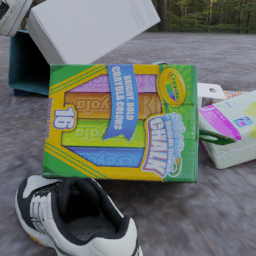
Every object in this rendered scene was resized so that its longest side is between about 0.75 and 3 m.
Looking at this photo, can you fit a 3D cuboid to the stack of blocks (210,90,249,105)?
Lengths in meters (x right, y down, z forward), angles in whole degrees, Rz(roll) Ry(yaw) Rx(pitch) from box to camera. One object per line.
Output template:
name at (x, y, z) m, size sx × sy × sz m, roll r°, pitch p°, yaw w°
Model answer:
stack of blocks at (3.471, -0.909, 9.191) m, size 1.438 × 0.421 × 0.828 m, roll 4°, pitch 23°, yaw 8°

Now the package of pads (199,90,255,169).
package of pads at (2.705, -0.125, 6.117) m, size 2.309 × 0.787 × 1.784 m, roll -18°, pitch 22°, yaw 6°

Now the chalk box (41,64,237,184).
chalk box at (0.256, 0.017, 4.563) m, size 2.728 × 1.691 × 1.703 m, roll 1°, pitch -9°, yaw 4°

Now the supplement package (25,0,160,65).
supplement package at (-1.002, -2.899, 7.767) m, size 2.979 × 1.784 × 1.806 m, roll -37°, pitch 19°, yaw -17°

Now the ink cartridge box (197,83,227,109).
ink cartridge box at (1.134, -0.669, 7.889) m, size 2.899 × 0.978 × 1.688 m, roll 3°, pitch 22°, yaw 11°

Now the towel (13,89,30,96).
towel at (-3.984, -1.518, 10.876) m, size 0.636 × 0.276 × 1.139 m, roll 0°, pitch 21°, yaw -1°

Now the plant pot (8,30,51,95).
plant pot at (-3.061, -2.684, 11.079) m, size 2.042 × 2.043 × 2.891 m, roll 11°, pitch 20°, yaw -1°

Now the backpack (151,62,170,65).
backpack at (1.281, -2.104, 11.216) m, size 0.966 × 1.088 × 0.819 m, roll -8°, pitch 24°, yaw -16°

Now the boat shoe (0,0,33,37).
boat shoe at (-2.769, -3.051, 6.685) m, size 0.582 × 1.771 × 0.637 m, roll 3°, pitch 43°, yaw -54°

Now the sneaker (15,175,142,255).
sneaker at (-0.708, 1.012, 3.592) m, size 1.009 × 1.170 × 2.668 m, roll -20°, pitch 28°, yaw -37°
